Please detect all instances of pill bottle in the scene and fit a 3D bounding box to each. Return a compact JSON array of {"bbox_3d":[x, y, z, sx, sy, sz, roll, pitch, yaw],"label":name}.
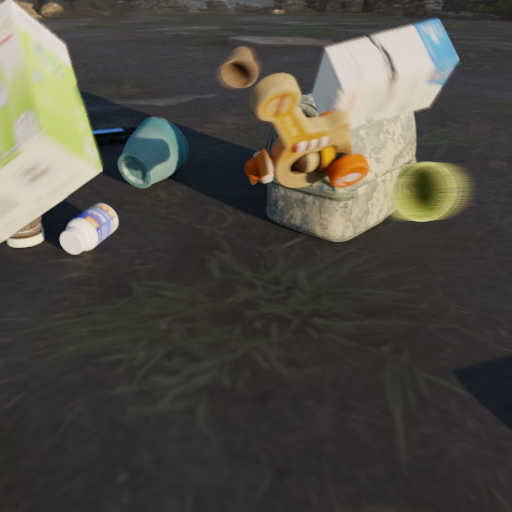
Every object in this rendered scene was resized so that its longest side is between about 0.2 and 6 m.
[{"bbox_3d":[-2.918,-0.456,9.748,0.592,0.592,1.057,9,30,15],"label":"pill bottle"}]

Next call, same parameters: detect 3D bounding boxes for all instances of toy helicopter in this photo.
[{"bbox_3d":[0.301,-1.096,5.256,1.178,1.781,0.702,-23,68,12],"label":"toy helicopter"}]

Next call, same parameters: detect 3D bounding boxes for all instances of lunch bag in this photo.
[{"bbox_3d":[1.653,-1.990,10.561,2.062,2.482,2.959,25,37,38],"label":"lunch bag"}]

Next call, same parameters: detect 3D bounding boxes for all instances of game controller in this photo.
[{"bbox_3d":[-4.125,-3.254,15.030,2.006,0.422,1.047,-10,31,-19],"label":"game controller"}]

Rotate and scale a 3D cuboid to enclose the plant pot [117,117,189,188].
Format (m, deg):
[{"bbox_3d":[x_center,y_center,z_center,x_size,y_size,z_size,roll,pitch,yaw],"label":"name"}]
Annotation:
[{"bbox_3d":[-2.340,-2.170,12.314,1.305,1.305,1.226,12,45,21],"label":"plant pot"}]

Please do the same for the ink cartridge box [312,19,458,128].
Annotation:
[{"bbox_3d":[1.379,-1.967,6.244,1.337,0.966,0.563,-17,76,-8],"label":"ink cartridge box"}]

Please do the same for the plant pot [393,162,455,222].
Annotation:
[{"bbox_3d":[2.111,-0.906,7.259,0.751,0.751,0.691,3,21,5],"label":"plant pot"}]

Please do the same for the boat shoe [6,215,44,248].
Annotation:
[{"bbox_3d":[-4.522,-0.962,10.536,0.865,0.717,2.409,-13,31,-23],"label":"boat shoe"}]

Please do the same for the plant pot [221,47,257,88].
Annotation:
[{"bbox_3d":[-0.343,-4.049,11.864,0.754,0.754,0.658,1,55,3],"label":"plant pot"}]

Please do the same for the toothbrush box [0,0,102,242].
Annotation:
[{"bbox_3d":[-2.979,-1.588,6.636,1.645,0.972,2.259,-30,61,15],"label":"toothbrush box"}]
